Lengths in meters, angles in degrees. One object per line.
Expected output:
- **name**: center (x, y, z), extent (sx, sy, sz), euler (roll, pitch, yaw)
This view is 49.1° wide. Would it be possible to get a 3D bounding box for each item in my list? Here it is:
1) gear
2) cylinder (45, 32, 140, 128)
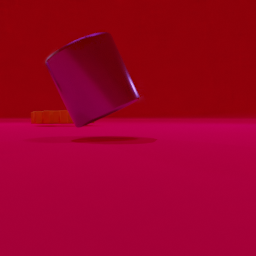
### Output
- **gear**: center (-2.161, -0.338, 9.390), extent (2.031, 0.376, 2.031), euler (-1, 0, 0)
- **cylinder**: center (-0.445, -0.599, 3.604), extent (0.917, 0.917, 0.917), euler (-25, 6, 3)
